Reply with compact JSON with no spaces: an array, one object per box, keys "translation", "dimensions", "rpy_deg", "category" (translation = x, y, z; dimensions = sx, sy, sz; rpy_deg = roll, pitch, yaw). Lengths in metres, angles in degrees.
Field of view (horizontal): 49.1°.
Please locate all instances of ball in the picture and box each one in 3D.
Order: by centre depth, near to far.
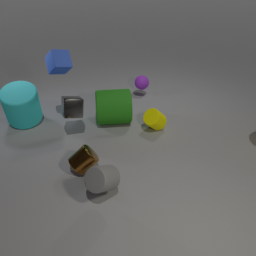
[{"translation":[0.673,-2.214,13.653],"dimensions":[0.700,0.700,0.700],"rpy_deg":[0,31,0],"category":"ball"}]

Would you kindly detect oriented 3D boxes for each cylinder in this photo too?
[{"translation":[-0.675,1.346,7.442],"dimensions":[0.700,0.700,0.700],"rpy_deg":[21,8,31],"category":"cylinder"},{"translation":[-1.387,0.990,8.772],"dimensions":[0.700,0.700,0.700],"rpy_deg":[-42,36,6],"category":"cylinder"},{"translation":[1.054,-0.338,10.965],"dimensions":[0.700,0.700,0.700],"rpy_deg":[27,-2,37],"category":"cylinder"},{"translation":[-4.219,-0.904,11.127],"dimensions":[1.400,1.400,1.400],"rpy_deg":[2,49,-3],"category":"cylinder"},{"translation":[-0.590,-0.860,11.382],"dimensions":[1.400,1.400,1.400],"rpy_deg":[-4,31,-5],"category":"cylinder"}]

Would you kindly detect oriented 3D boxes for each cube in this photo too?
[{"translation":[-2.048,-0.773,10.263],"dimensions":[0.700,0.700,0.700],"rpy_deg":[-2,16,-22],"category":"cube"},{"translation":[-2.568,-2.440,10.372],"dimensions":[0.700,0.700,0.700],"rpy_deg":[-10,-8,-38],"category":"cube"}]
